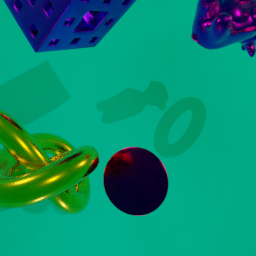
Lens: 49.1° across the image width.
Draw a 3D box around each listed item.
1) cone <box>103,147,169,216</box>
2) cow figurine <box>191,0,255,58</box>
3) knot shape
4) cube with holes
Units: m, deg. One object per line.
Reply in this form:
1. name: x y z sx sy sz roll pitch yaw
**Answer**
1. cone: 0.232 0.683 3.986 0.883 0.886 0.883 0 90 20
2. cow figurine: 1.673 -1.614 4.412 1.597 1.572 0.877 -24 77 -6
3. knot shape: -1.381 0.423 3.749 1.956 2.091 0.966 22 81 2
4. cube with holes: -0.831 -1.969 3.878 1.229 1.229 1.229 -35 85 39
